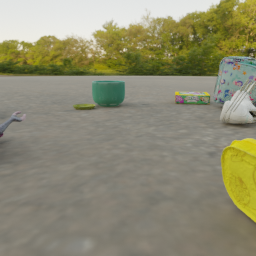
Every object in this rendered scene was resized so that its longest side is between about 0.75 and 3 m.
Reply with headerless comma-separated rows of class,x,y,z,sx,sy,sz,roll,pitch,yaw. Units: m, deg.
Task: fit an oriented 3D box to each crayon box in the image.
crayon box,3.148,-1.497,13.870,1.626,0.474,1.403,2,14,9

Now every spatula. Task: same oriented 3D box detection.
spatula,3.129,-0.856,7.714,0.742,1.067,0.086,-5,40,-50

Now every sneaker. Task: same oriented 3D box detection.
sneaker,3.904,-0.581,9.345,1.097,0.933,2.479,19,28,26

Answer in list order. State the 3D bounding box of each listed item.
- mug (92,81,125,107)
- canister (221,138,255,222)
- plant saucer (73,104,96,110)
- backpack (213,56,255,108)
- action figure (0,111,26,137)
mug,-0.754,-1.579,12.794,1.799,1.112,1.478,-9,15,-36
canister,2.440,0.446,3.170,2.131,0.922,1.582,-17,21,-12
plant saucer,-1.873,-0.905,12.005,0.972,0.151,0.972,0,13,0
backpack,4.952,-1.845,11.673,2.455,2.179,1.848,15,21,20
action figure,-3.496,0.068,6.068,1.814,2.017,2.708,28,-14,-14
